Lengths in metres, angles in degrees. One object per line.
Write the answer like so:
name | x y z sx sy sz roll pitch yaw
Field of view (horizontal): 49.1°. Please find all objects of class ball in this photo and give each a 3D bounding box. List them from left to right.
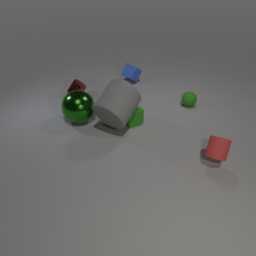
ball | -2.069 -0.878 11.694 1.400 1.400 1.400 0 33 0
ball | 2.855 -1.348 13.048 0.700 0.700 0.700 0 33 0

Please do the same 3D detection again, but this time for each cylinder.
cylinder | -2.505 -1.914 13.699 0.700 0.700 0.700 34 18 -12
cylinder | -0.416 -0.928 10.760 1.400 1.400 1.400 20 66 28
cylinder | 2.978 0.659 9.250 0.700 0.700 0.700 15 5 -1

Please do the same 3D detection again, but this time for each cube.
cube | 0.202 -3.004 15.127 0.700 0.700 0.700 33 11 30
cube | 0.195 -0.524 11.767 0.700 0.700 0.700 -16 36 -23
